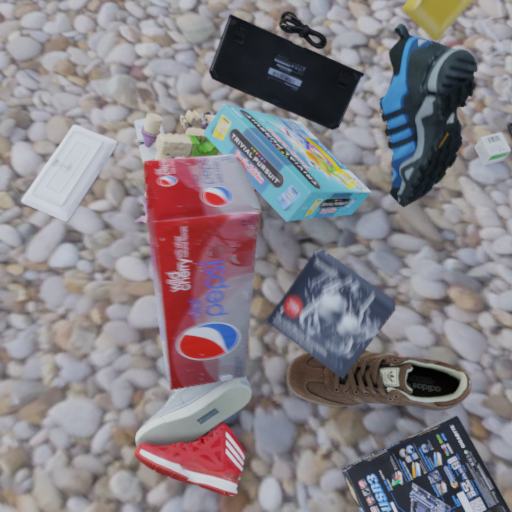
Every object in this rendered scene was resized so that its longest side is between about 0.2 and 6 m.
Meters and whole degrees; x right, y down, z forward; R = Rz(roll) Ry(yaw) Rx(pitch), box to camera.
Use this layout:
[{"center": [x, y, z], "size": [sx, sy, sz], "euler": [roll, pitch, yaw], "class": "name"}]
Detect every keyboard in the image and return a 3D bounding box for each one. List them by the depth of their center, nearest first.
[{"center": [0.654, -3.710, 10.789], "size": [2.791, 0.358, 1.676], "euler": [20, 113, -9], "class": "keyboard"}]

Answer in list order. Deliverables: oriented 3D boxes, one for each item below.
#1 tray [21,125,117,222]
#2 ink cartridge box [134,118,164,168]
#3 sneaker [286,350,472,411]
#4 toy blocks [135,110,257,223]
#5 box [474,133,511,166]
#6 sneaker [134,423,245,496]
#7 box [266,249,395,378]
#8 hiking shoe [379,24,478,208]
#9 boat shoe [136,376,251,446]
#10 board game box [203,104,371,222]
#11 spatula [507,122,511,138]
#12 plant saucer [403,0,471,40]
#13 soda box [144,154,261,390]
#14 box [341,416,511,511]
[{"center": [-4.077, -1.891, 12.221], "size": [1.184, 0.244, 2.205], "euler": [22, 69, 10], "class": "tray"}, {"center": [-2.127, -2.101, 11.889], "size": [0.574, 1.014, 1.383], "euler": [-13, 69, -6], "class": "ink cartridge box"}, {"center": [2.185, 2.107, 10.041], "size": [3.240, 1.224, 1.141], "euler": [3, 68, 1], "class": "sneaker"}, {"center": [-1.347, -1.588, 11.496], "size": [2.149, 1.936, 2.300], "euler": [-5, 43, -34], "class": "toy blocks"}, {"center": [5.184, -2.345, 12.299], "size": [0.502, 0.432, 0.504], "euler": [-15, 70, -6], "class": "box"}, {"center": [-1.101, 3.407, 9.888], "size": [1.902, 0.745, 1.099], "euler": [23, 60, -4], "class": "sneaker"}, {"center": [1.115, 0.819, 8.311], "size": [1.407, 0.733, 1.281], "euler": [36, 101, 8], "class": "box"}, {"center": [2.646, -2.183, 9.257], "size": [1.132, 3.043, 1.319], "euler": [-27, 55, -23], "class": "hiking shoe"}, {"center": [-1.142, 2.707, 10.064], "size": [2.289, 0.799, 0.815], "euler": [-31, 34, 5], "class": "boat shoe"}, {"center": [0.732, -1.757, 10.806], "size": [2.297, 3.042, 0.714], "euler": [48, 116, 17], "class": "board game box"}, {"center": [5.950, -2.206, 12.379], "size": [0.500, 0.182, 1.770], "euler": [-14, 68, -6], "class": "spatula"}, {"center": [3.238, -4.461, 9.933], "size": [0.901, 0.218, 0.901], "euler": [35, 111, -16], "class": "plant saucer"}, {"center": [-0.819, 0.411, 8.265], "size": [1.346, 3.845, 1.219], "euler": [-7, 47, -11], "class": "soda box"}, {"center": [2.972, 4.256, 9.519], "size": [2.282, 0.571, 2.299], "euler": [-23, 70, -9], "class": "box"}]
